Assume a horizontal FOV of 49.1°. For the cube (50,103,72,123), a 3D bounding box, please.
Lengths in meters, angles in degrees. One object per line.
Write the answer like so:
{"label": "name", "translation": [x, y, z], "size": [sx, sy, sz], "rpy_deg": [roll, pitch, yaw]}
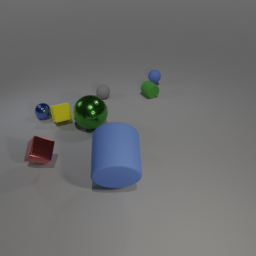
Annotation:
{"label": "cube", "translation": [-2.834, -0.651, 11.827], "size": [0.700, 0.700, 0.700], "rpy_deg": [-15, 9, -22]}

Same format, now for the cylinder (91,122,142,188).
{"label": "cylinder", "translation": [-0.339, 0.789, 7.994], "size": [1.400, 1.400, 1.400], "rpy_deg": [-1, 54, -2]}

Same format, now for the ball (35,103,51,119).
{"label": "ball", "translation": [-3.696, -0.736, 12.179], "size": [0.700, 0.700, 0.700], "rpy_deg": [0, 32, 0]}

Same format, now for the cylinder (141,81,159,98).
{"label": "cylinder", "translation": [1.106, -1.939, 14.089], "size": [0.700, 0.700, 0.700], "rpy_deg": [-16, 37, -23]}

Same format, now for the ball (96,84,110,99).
{"label": "ball", "translation": [-1.233, -1.810, 13.896], "size": [0.700, 0.700, 0.700], "rpy_deg": [0, 32, 0]}

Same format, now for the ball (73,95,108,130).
{"label": "ball", "translation": [-1.512, -0.635, 11.323], "size": [1.400, 1.400, 1.400], "rpy_deg": [0, 32, 0]}

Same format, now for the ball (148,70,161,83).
{"label": "ball", "translation": [1.442, -2.815, 15.191], "size": [0.700, 0.700, 0.700], "rpy_deg": [0, 32, 0]}

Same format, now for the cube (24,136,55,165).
{"label": "cube", "translation": [-2.908, 0.754, 9.198], "size": [0.700, 0.700, 0.700], "rpy_deg": [19, 61, -30]}
